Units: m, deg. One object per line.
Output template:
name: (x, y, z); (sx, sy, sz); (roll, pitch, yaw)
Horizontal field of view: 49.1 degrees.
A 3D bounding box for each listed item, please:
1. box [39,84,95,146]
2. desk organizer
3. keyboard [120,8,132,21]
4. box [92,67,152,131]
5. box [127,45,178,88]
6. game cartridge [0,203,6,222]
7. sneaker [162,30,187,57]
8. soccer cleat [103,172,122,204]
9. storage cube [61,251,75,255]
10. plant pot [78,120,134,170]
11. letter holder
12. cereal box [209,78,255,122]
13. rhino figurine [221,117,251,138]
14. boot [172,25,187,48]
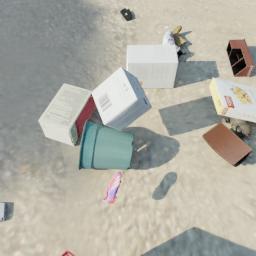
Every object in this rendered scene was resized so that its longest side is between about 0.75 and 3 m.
box: (-2.193, -0.514, 10.426); (1.245, 1.061, 1.948); (17, 57, 12)
desk organizer: (4.974, -3.144, 12.501); (0.709, 0.660, 1.842); (-1, 55, 2)
keyboard: (-0.031, -5.990, 14.795); (0.502, 0.191, 0.964); (-32, 60, 7)
box: (-0.217, -0.889, 8.875); (1.382, 0.903, 1.374); (-37, 58, 22)
box: (0.942, -2.502, 11.523); (1.978, 1.506, 1.052); (0, 56, 0)
game cartridge: (-4.340, 2.681, 8.776); (0.966, 0.195, 0.644); (-8, 59, -6)
sneaker: (2.131, -3.687, 12.911); (1.237, 0.687, 1.769); (18, 67, 10)
soccer cleat: (-0.438, 1.716, 8.129); (0.369, 0.322, 0.965); (19, 73, -12)
storage cube: (-0.876, 4.576, 5.837); (2.328, 2.448, 2.723); (22, 56, 30)
plant pot: (-0.697, 0.674, 9.379); (1.651, 1.686, 1.686); (8, 55, -4)
letter holder: (3.349, 0.696, 9.815); (1.031, 0.730, 1.451); (-32, 61, -18)
cereal box: (4.428, -0.995, 10.588); (2.480, 0.490, 1.784); (11, 43, -10)
rhino figurine: (4.028, -0.410, 10.648); (0.852, 0.583, 1.949); (0, 53, -16)
boot: (2.497, -4.380, 13.477); (0.865, 0.326, 0.987); (-40, 59, 7)
